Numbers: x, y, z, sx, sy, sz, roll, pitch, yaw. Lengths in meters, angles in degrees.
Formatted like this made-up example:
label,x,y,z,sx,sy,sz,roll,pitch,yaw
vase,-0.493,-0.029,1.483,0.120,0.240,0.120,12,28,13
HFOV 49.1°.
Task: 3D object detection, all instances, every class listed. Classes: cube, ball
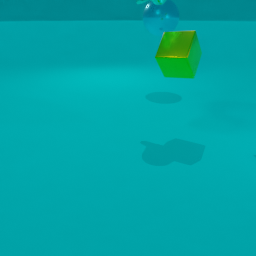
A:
label,x,y,z,sx,sy,sz,roll,pitch,yaw
cube,1.211,-1.722,6.627,0.787,0.787,0.787,9,68,30
ball,1.250,-4.189,10.597,1.375,1.375,1.375,0,23,0

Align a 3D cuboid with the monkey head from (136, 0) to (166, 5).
label,x,y,z,sx,sy,sz,roll,pitch,yaw
monkey head,0.482,-3.416,6.637,1.052,1.463,0.882,-4,-17,36
